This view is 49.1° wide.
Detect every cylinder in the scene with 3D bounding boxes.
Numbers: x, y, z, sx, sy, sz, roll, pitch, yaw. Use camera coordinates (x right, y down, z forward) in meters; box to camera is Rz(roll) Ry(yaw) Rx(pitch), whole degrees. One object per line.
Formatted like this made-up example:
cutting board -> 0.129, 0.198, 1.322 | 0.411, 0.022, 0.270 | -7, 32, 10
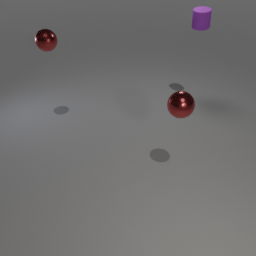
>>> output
cylinder -> 2.849, -4.244, 10.854 | 0.700, 0.700, 0.700 | -3, 41, 2

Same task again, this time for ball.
ball -> -2.611, -2.801, 8.950 | 0.700, 0.700, 0.700 | 0, 32, 0
ball -> 1.337, -0.589, 7.072 | 0.700, 0.700, 0.700 | 0, 32, 0
